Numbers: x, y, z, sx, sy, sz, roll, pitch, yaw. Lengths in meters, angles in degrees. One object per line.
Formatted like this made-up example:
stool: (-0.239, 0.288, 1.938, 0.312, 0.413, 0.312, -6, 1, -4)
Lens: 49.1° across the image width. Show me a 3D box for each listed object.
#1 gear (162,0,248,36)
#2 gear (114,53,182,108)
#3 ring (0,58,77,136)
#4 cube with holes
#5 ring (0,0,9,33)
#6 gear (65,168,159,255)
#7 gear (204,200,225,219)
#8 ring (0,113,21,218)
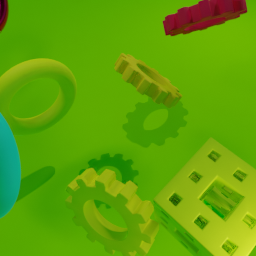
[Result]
gear: (1.793, -2.638, 6.656, 1.885, 0.349, 1.885, -13, 8, 2)
gear: (0.407, -0.949, 5.556, 1.439, 0.266, 1.439, 30, 22, -14)
ring: (-1.797, -0.553, 5.467, 1.770, 1.770, 0.354, -31, 60, -22)
cube with holes: (1.112, 1.053, 3.659, 1.099, 1.099, 1.099, 39, 72, 24)
ring: (-3.572, -2.993, 6.399, 0.385, 1.923, 1.923, 4, 49, 27)
gear: (-0.286, 1.349, 4.366, 1.541, 1.541, 0.285, 25, 39, 19)
gear: (1.755, 1.163, 4.295, 1.101, 0.204, 1.101, -4, 79, 23)
ring: (-1.931, 0.404, 3.579, 1.609, 1.609, 0.322, 37, 27, 25)
